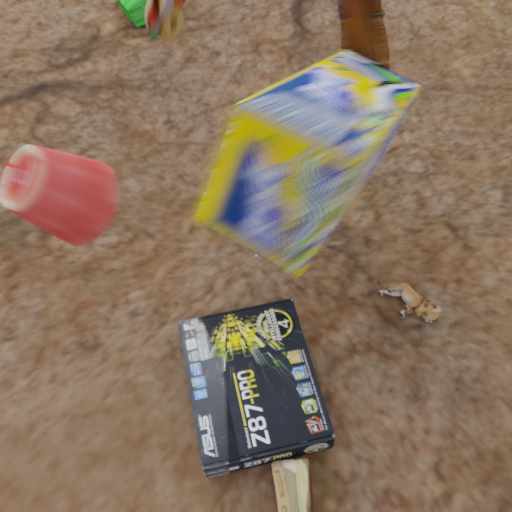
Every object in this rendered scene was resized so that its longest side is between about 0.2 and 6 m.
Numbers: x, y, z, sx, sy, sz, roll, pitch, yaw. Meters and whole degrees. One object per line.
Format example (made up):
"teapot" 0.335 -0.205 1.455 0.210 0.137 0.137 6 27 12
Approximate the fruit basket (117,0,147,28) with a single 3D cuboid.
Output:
"fruit basket" -2.932 -6.838 14.888 1.402 1.012 1.402 -7 63 13

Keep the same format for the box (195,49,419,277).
"box" 1.019 -1.664 8.090 1.511 1.646 4.699 30 34 9

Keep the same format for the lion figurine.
"lion figurine" 2.656 0.726 9.700 0.673 0.398 1.098 -16 50 -24

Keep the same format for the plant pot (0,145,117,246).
"plant pot" -2.203 -0.713 6.151 1.020 0.903 1.020 -13 68 35

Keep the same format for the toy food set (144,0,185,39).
"toy food set" -1.404 -3.995 8.950 0.269 1.104 1.093 35 28 6

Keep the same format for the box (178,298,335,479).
"box" -0.059 1.957 8.677 1.953 0.595 2.422 -11 55 -5

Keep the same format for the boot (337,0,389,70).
"boot" 1.971 -3.430 9.230 0.854 2.347 2.493 -8 25 3

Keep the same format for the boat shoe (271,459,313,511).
"boat shoe" 0.460 3.677 7.447 0.611 0.675 1.895 -4 46 6
